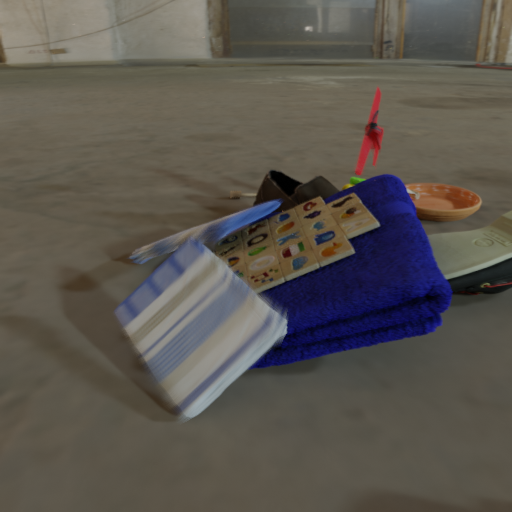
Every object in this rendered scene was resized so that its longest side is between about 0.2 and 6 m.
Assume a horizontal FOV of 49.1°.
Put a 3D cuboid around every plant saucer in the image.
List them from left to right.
[{"bbox_3d":[3.859,-1.150,12.122,1.870,0.350,1.870,-1,25,0],"label":"plant saucer"}]

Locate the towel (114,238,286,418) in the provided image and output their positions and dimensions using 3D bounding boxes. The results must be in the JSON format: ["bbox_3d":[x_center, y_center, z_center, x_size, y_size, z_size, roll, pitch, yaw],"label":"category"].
[{"bbox_3d":[-0.745,0.764,6.720,1.514,0.245,2.061,-44,48,-6],"label":"towel"}]

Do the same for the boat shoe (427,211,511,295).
[{"bbox_3d":[3.351,0.136,8.428,3.401,1.066,1.244,-17,29,-3],"label":"boat shoe"}]

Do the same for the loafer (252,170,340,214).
[{"bbox_3d":[1.157,-0.951,10.720,3.106,1.108,1.134,19,31,34],"label":"loafer"}]

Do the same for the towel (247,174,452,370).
[{"bbox_3d":[1.093,0.142,8.140,2.825,0.948,3.825,-19,23,14],"label":"towel"}]

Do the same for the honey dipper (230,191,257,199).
[{"bbox_3d":[-0.093,-1.396,12.907,0.991,0.188,0.188,1,24,-8],"label":"honey dipper"}]

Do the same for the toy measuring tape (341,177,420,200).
[{"bbox_3d":[2.616,-1.170,11.974,2.217,0.816,0.816,4,18,-37],"label":"toy measuring tape"}]

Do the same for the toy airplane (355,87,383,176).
[{"bbox_3d":[2.274,-2.286,10.892,0.322,1.753,1.753,14,27,13],"label":"toy airplane"}]

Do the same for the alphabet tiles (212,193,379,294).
[{"bbox_3d":[0.282,-0.141,8.195,2.846,0.090,2.368,-23,22,5],"label":"alphabet tiles"}]

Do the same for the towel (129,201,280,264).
[{"bbox_3d":[-0.870,-0.393,9.435,2.243,0.267,1.647,-15,8,39],"label":"towel"}]
